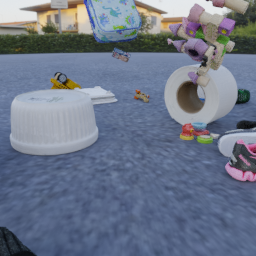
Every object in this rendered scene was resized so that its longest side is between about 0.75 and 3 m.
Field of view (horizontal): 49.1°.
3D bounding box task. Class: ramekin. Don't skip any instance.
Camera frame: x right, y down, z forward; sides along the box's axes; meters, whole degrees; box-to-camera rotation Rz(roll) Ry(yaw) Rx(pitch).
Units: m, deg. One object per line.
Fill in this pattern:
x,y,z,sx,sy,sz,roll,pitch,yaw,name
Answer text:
-2.156,-0.302,8.180,2.536,1.331,2.536,0,19,0,ramekin

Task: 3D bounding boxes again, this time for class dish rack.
-1.717,-1.609,13.434,1.908,0.484,2.223,-9,20,-24,dish rack

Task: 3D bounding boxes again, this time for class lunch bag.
-0.570,-3.862,9.335,1.613,2.007,0.827,-14,-14,-19,lunch bag

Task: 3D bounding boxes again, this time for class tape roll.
2.472,-1.152,9.568,2.057,2.057,1.413,17,25,40,tape roll

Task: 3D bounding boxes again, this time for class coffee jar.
4.682,-1.401,12.551,1.447,0.617,0.754,-8,20,-22,coffee jar

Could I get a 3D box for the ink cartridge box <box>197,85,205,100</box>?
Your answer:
3.825,-2.322,14.362,2.066,1.193,2.830,9,21,25,ink cartridge box

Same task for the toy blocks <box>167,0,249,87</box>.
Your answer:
1.744,-2.397,7.406,1.741,1.933,2.069,32,75,18,toy blocks

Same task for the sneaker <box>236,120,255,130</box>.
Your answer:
4.098,-0.060,9.044,1.051,0.316,0.548,-2,14,-17,sneaker

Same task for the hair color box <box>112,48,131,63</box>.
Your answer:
-0.298,-3.146,12.140,0.751,0.227,0.376,21,-26,-9,hair color box

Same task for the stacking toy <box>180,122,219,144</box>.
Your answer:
2.203,0.065,8.464,0.973,0.454,1.075,16,25,40,stacking toy

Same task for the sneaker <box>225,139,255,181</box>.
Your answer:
3.180,0.644,5.973,2.034,0.970,0.803,3,17,3,sneaker

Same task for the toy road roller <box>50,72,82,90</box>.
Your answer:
-3.328,-2.107,14.528,1.564,1.142,0.961,33,0,-32,toy road roller

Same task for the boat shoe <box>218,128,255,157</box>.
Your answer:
3.474,0.365,7.171,2.266,0.813,0.768,-3,19,14,boat shoe

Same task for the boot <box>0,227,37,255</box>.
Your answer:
-1.404,1.887,2.129,1.942,0.977,2.597,17,14,25,boot

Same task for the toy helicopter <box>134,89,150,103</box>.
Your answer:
0.767,-1.443,13.237,0.704,0.420,1.064,3,27,-22,toy helicopter
